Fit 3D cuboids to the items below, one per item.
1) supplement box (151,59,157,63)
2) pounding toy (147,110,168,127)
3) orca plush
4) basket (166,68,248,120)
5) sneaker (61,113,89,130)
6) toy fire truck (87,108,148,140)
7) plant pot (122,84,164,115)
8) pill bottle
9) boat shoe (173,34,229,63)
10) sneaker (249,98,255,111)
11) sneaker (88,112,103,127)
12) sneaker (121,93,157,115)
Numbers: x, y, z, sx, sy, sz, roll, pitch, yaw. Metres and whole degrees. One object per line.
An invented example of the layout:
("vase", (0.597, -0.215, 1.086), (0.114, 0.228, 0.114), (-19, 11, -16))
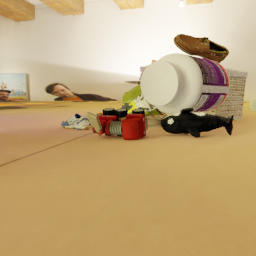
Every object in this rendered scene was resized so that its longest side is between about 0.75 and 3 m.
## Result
("supplement box", (0.919, -1.713, 8.917), (0.527, 0.837, 0.308), (5, 38, -18))
("pounding toy", (0.895, -0.363, 9.190), (1.073, 0.615, 0.613), (-1, 11, -6))
("orca plush", (1.732, 0.059, 6.956), (1.796, 0.638, 0.945), (9, -39, -7))
("basket", (3.120, -1.336, 11.375), (2.522, 2.028, 2.499), (-6, 9, -44))
("sneaker", (-1.605, -0.213, 8.549), (1.087, 0.479, 0.409), (3, 9, 33))
("toy fire truck", (-0.302, -0.090, 6.467), (1.223, 0.894, 1.390), (4, 19, 22))
("plant pot", (0.772, -1.396, 14.012), (1.816, 1.886, 1.886), (-11, 0, 32))
("pill bottle", (1.710, -1.271, 8.235), (1.684, 1.684, 2.996), (6, 9, 39))
("boat shoe", (2.391, -2.681, 9.049), (1.887, 0.679, 0.641), (15, -28, -21))
("sneaker", (8.319, -1.355, 17.128), (0.908, 0.806, 2.149), (1, 15, -9))
("sneaker", (-0.963, -0.268, 9.002), (1.251, 0.483, 0.490), (-1, 8, 5))
("sneaker", (0.728, -1.018, 12.345), (2.288, 0.852, 0.968), (-14, -11, 42))
